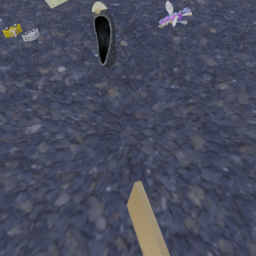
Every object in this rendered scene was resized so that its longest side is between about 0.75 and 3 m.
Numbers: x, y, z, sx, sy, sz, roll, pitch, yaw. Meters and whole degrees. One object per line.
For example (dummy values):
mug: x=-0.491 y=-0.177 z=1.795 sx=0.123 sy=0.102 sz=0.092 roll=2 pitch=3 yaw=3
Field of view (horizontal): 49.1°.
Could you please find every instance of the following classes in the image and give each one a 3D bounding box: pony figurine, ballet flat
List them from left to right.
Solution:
ballet flat: x=-0.651 y=-2.554 z=7.672 sx=0.578 sy=1.738 sz=0.494 roll=-6 pitch=13 yaw=21
pony figurine: x=1.504 y=-3.535 z=8.915 sx=0.966 sy=0.933 sz=0.805 roll=-16 pitch=79 yaw=-11

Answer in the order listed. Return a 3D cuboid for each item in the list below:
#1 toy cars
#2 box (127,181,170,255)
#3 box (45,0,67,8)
toy cars: x=-3.345 y=-2.984 z=8.922 sx=1.181 sy=0.529 sz=0.261 roll=-4 pitch=50 yaw=-50
box: x=0.304 y=1.653 z=4.433 sx=0.141 sy=1.086 sz=1.329 roll=-11 pitch=58 yaw=-16
box: x=-1.566 y=-4.202 z=7.659 sx=1.621 sy=0.784 sz=1.426 roll=9 pitch=57 yaw=49
